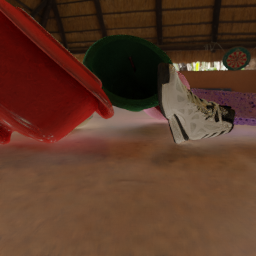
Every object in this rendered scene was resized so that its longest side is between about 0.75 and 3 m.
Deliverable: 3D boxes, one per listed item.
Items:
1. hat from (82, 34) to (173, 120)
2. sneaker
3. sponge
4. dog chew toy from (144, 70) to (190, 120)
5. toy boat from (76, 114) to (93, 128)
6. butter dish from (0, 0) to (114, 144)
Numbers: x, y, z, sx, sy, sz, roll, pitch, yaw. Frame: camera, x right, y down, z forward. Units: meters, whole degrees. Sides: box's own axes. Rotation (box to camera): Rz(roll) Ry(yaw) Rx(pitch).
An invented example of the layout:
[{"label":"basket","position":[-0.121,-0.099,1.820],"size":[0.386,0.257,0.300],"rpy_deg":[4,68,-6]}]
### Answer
[{"label":"hat","position":[0.046,-0.823,7.706],"size":[2.212,2.670,2.350],"rpy_deg":[-45,-13,-25]},{"label":"sneaker","position":[1.142,-0.419,4.557],"size":[1.103,0.724,1.917],"rpy_deg":[-7,-32,18]},{"label":"sponge","position":[2.462,-0.509,6.827],"size":[1.786,0.266,0.996],"rpy_deg":[5,46,4]},{"label":"dog chew toy","position":[1.165,-1.444,10.416],"size":[1.819,1.819,2.921],"rpy_deg":[-1,21,-7]},{"label":"toy boat","position":[-2.167,-1.112,7.707],"size":[2.884,1.340,2.425],"rpy_deg":[22,19,-36]},{"label":"butter dish","position":[-1.817,-0.578,5.118],"size":[2.721,2.017,2.729],"rpy_deg":[43,-5,-7]}]
